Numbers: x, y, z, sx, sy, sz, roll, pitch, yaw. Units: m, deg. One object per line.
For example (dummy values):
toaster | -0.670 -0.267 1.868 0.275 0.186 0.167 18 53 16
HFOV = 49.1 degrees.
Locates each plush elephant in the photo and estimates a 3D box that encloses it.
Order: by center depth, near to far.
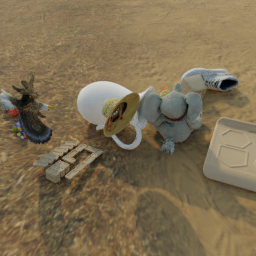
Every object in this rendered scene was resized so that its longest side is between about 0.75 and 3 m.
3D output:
plush elephant | 1.680 -0.629 10.242 2.208 2.076 2.681 8 37 10

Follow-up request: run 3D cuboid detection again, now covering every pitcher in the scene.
pitcher | -0.570 -0.536 10.627 2.847 1.726 2.443 9 74 27

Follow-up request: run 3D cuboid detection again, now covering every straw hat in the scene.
straw hat | -0.424 -0.594 8.900 0.713 1.684 1.684 36 49 23

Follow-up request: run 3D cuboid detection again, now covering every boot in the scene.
boot | 3.951 -2.277 13.379 2.625 0.965 1.254 -10 32 -15

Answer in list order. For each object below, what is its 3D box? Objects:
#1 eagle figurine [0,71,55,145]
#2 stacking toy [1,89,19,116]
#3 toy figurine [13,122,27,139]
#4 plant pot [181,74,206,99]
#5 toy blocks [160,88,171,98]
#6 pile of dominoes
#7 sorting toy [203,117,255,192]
eagle figurine | -3.127 -0.543 9.127 1.487 1.971 1.495 25 46 6
stacking toy | -5.082 -1.032 11.785 1.077 0.975 0.455 28 57 31
toy figurine | -4.089 -0.063 10.762 0.945 0.566 0.498 31 46 34
plant pot | 3.012 -1.748 12.795 0.959 0.958 0.849 -14 49 -18
toy blocks | 1.762 -1.164 11.702 0.555 1.275 1.529 -36 27 16
pile of dominoes | -2.016 1.123 9.558 1.519 0.310 1.948 19 32 24
sorting toy | 4.183 0.936 9.533 2.761 0.544 2.983 14 43 18
